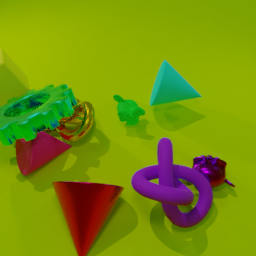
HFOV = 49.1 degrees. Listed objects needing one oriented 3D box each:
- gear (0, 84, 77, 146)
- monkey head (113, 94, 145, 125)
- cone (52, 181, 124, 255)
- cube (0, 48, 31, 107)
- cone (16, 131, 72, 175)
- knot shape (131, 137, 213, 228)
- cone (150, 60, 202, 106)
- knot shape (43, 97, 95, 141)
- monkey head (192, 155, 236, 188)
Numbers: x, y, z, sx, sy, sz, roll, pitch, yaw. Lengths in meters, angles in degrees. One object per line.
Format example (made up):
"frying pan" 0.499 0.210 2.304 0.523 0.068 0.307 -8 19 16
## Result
"gear" -2.120 -0.359 6.116 1.982 0.367 1.982 -14 29 8
"monkey head" 0.101 -0.464 6.930 1.032 0.743 0.622 30 48 -30
"cone" -0.790 1.747 5.152 1.364 1.364 1.369 3 74 3
"cube" -3.316 -1.190 7.226 1.068 1.068 1.068 -34 43 0
"cone" -1.815 0.448 6.433 1.158 1.154 1.154 0 40 -38
"knot shape" 0.927 1.117 5.295 1.621 0.800 1.732 46 28 -8
"cone" 1.322 -0.976 7.183 1.213 1.208 1.208 16 48 -4
"knot shape" -1.578 -0.239 6.796 1.502 0.742 1.605 -14 27 -12
"monkey head" 1.727 0.930 6.036 1.141 0.821 0.688 7 92 14
